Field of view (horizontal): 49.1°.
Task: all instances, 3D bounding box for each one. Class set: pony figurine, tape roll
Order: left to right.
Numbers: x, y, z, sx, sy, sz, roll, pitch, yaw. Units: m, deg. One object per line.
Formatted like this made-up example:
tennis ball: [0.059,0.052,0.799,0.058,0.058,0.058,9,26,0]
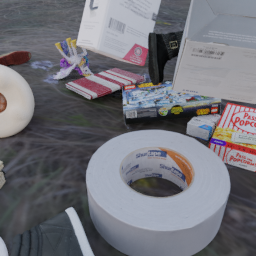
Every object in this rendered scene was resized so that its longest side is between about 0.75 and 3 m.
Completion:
pony figurine: [-2.273,-2.742,11.529,1.692,1.753,1.460,2,39,32]
tape roll: [0.597,1.240,6.043,2.937,0.970,2.937,-1,35,0]

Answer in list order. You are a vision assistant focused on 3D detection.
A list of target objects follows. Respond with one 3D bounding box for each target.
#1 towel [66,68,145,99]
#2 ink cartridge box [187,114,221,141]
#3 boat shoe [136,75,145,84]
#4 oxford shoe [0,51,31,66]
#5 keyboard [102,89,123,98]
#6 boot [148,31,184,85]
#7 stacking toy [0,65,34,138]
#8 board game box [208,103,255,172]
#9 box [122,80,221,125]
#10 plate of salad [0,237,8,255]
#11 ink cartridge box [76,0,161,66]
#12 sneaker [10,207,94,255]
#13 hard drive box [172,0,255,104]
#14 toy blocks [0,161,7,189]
towel: [-0.869,-1.723,10.766,2.529,0.288,1.822,-25,35,-33]
ink cartridge box: [2.302,-0.100,8.486,0.697,0.403,0.955,20,39,30]
boat shoe: [0.494,-1.902,11.257,0.271,0.248,0.753,20,40,26]
oxford shoe: [-5.384,-3.247,12.901,1.766,0.622,0.660,-21,37,-27]
keyboard: [-0.566,-1.347,10.480,1.937,0.249,1.163,-3,29,-3]
boot: [1.177,-1.955,7.767,1.157,1.547,0.582,-1,-1,-9]
stacking toy: [-3.933,-1.122,9.021,2.144,2.144,2.934,-5,20,-7]
board game box: [3.417,0.226,7.877,1.805,0.552,2.383,16,37,21]
box: [1.286,-0.964,9.200,2.926,0.583,2.003,-6,30,2]
plate of salad: [-3.060,2.505,4.287,2.380,0.572,2.380,-9,36,7]
ink cartridge box: [-0.184,-3.758,8.955,2.167,2.976,1.262,6,14,-46]
sneaker: [-1.075,2.479,4.347,1.339,0.955,2.701,-18,33,-21]
hard drive box: [2.096,-1.439,5.579,2.142,1.055,2.748,10,-9,5]
toy blocks: [-3.761,1.051,5.659,1.544,1.714,1.835,11,39,6]
